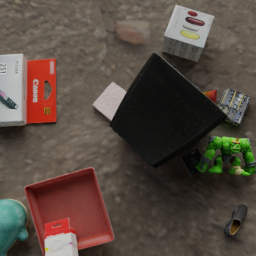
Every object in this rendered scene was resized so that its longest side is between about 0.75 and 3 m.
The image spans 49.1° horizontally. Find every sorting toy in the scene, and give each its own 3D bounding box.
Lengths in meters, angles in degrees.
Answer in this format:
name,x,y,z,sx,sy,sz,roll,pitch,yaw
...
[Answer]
name,x,y,z,sx,sy,sz,roll,pitch,yaw
sorting toy,2.916,-0.748,10.909,0.605,0.609,1.757,17,73,28

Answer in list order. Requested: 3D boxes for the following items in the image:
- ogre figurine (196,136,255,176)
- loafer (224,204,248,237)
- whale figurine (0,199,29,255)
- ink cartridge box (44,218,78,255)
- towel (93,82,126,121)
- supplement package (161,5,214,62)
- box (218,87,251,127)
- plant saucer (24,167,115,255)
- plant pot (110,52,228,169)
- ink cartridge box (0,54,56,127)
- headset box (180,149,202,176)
name,x,y,z,sx,sy,sz,roll,pitch,yaw
ogre figurine,3.615,0.989,10.150,2.254,1.106,1.351,3,87,9
loafer,3.889,3.270,9.894,0.470,0.466,1.290,31,78,8
whale figurine,-4.304,3.555,9.466,1.779,1.160,2.236,12,77,3
ink cartridge box,-2.204,3.927,9.266,0.940,0.544,1.618,-15,60,5
towel,-0.539,-0.982,11.055,1.252,0.211,1.311,39,79,9
supplement package,2.360,-3.765,11.226,1.576,1.159,1.507,19,77,6
box,4.084,-0.834,10.955,1.027,0.313,1.274,25,76,5
plant saucer,-1.976,2.862,9.623,2.566,0.472,2.571,-17,89,5
plant pot,1.078,-0.208,9.588,2.965,2.972,2.637,43,87,9
ink cartridge box,-4.114,-1.523,10.985,2.452,0.615,2.825,-4,76,0
headset box,2.454,1.313,10.409,0.721,0.384,0.828,-27,78,-6
